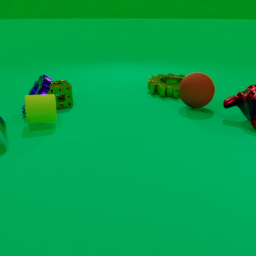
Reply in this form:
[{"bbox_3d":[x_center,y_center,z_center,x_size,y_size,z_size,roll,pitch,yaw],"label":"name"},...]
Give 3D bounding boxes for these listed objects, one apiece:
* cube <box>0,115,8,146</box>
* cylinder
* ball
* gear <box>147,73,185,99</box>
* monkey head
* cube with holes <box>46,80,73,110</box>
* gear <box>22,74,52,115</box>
[{"bbox_3d":[-3.293,0.010,6.447,0.721,0.721,0.721,-21,46,-8],"label":"cube"},{"bbox_3d":[-2.396,-0.522,7.721,0.777,0.777,0.777,-4,24,-17],"label":"cylinder"},{"bbox_3d":[2.212,-1.208,9.020,1.140,1.140,1.140,0,23,0],"label":"ball"},{"bbox_3d":[1.773,-1.696,11.052,1.968,0.364,1.968,1,28,-1],"label":"gear"},{"bbox_3d":[3.521,-0.595,8.058,1.318,1.104,1.832,-21,19,31],"label":"monkey head"},{"bbox_3d":[-2.349,-1.112,9.389,0.782,0.782,0.782,-11,26,-25],"label":"cube with holes"},{"bbox_3d":[-2.803,-1.005,8.585,0.247,1.333,1.333,30,7,-31],"label":"gear"}]
